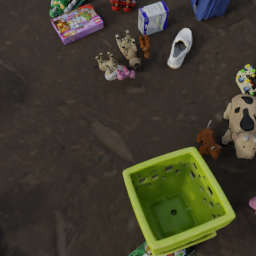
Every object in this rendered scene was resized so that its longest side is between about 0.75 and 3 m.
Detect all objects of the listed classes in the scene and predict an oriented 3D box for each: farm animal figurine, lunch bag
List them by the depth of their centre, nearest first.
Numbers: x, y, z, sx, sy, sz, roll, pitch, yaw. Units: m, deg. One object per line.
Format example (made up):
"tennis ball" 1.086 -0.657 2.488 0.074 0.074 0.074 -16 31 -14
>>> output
"farm animal figurine" 3.259 0.565 6.848 2.272 1.415 2.813 -40 72 -16
"farm animal figurine" -0.092 -1.982 8.365 1.384 0.862 1.713 25 67 28
"lunch bag" 2.621 -4.249 8.972 0.988 1.493 1.014 -17 72 -6

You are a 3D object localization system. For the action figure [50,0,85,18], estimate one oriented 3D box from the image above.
"action figure" -1.933 -4.626 9.661 1.365 0.632 2.310 30 73 9

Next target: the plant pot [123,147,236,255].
"plant pot" 1.000 1.718 6.129 1.762 1.598 1.753 -18 53 -7

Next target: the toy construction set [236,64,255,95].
"toy construction set" 3.613 -1.362 8.261 0.709 0.498 1.082 -18 56 -8

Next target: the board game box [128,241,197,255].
"board game box" 0.662 2.986 6.448 1.657 0.194 0.868 -33 72 -14

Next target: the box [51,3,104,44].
"box" -1.670 -3.465 9.272 1.457 0.285 0.997 -28 69 -11

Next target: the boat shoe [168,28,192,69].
"boat shoe" 1.684 -2.593 8.747 0.554 0.543 1.565 18 67 8

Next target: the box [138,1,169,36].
"box" 0.809 -3.508 9.017 0.867 0.797 0.455 -22 67 -9

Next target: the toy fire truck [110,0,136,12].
"toy fire truck" -0.208 -4.391 9.570 0.904 0.507 0.760 -1 49 -16
